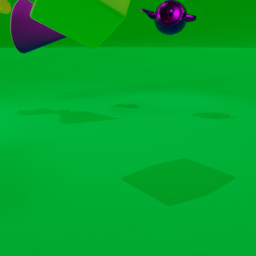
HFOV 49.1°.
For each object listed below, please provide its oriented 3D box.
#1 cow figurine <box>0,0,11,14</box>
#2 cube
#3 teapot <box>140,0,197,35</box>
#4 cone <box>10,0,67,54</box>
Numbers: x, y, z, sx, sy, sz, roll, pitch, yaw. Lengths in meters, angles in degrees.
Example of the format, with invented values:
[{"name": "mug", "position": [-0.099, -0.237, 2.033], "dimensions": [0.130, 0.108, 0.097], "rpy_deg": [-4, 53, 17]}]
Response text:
[{"name": "cow figurine", "position": [-4.687, -3.806, 9.216], "dimensions": [1.597, 1.572, 0.877], "rpy_deg": [-11, 47, -22]}, {"name": "cube", "position": [-0.686, -2.235, 4.479], "dimensions": [1.202, 1.202, 1.202], "rpy_deg": [22, -19, -24]}, {"name": "teapot", "position": [1.275, -3.531, 8.805], "dimensions": [1.753, 1.090, 0.858], "rpy_deg": [11, 4, 10]}, {"name": "cone", "position": [-2.447, -3.034, 8.690], "dimensions": [1.639, 1.633, 1.633], "rpy_deg": [9, 19, 5]}]
